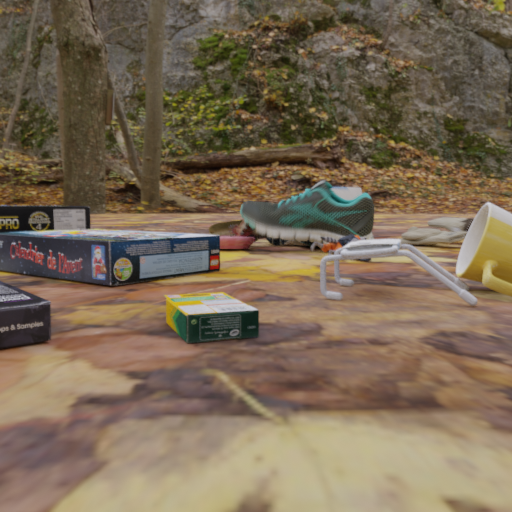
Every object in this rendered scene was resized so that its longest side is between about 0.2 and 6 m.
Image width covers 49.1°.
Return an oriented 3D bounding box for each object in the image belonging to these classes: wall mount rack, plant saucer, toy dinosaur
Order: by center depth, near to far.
[{"bbox_3d":[1.598,0.160,6.340,1.587,0.681,1.827,-2,5,17],"label":"wall mount rack"},{"bbox_3d":[-0.561,-0.282,12.279,1.064,0.270,1.064,1,1,0],"label":"plant saucer"},{"bbox_3d":[-0.267,-0.591,12.445,0.474,0.748,1.104,31,-13,16],"label":"toy dinosaur"}]

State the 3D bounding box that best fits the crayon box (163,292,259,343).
[{"bbox_3d":[-0.404,0.496,4.672,0.582,0.239,0.926,-2,6,-20],"label":"crayon box"}]

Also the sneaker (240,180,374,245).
[{"bbox_3d":[1.114,-0.972,11.613,2.881,1.314,1.118,11,20,9],"label":"sneaker"}]

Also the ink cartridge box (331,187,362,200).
[{"bbox_3d":[1.898,-1.078,14.475,1.023,0.997,1.592,-2,-9,-30],"label":"ink cartridge box"}]

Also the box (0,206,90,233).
[{"bbox_3d":[-6.936,-0.909,15.349,4.006,0.984,3.229,-4,4,-31],"label":"box"}]

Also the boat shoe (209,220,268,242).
[{"bbox_3d":[-0.254,-0.529,13.279,1.700,0.551,0.622,-2,32,3],"label":"boat shoe"}]

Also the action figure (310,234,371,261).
[{"bbox_3d":[1.642,-0.165,10.179,0.984,0.532,1.017,-12,12,-27],"label":"action figure"}]

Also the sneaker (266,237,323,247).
[{"bbox_3d":[1.164,-0.562,13.380,1.069,0.962,2.478,12,3,-36],"label":"sneaker"}]

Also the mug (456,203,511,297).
[{"bbox_3d":[2.935,0.075,6.498,0.955,1.163,0.931,21,-21,8],"label":"mug"}]

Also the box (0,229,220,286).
[{"bbox_3d":[-2.382,-0.059,8.570,3.071,0.579,2.098,4,7,37],"label":"box"}]

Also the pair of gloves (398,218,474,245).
[{"bbox_3d":[4.666,-0.566,13.670,2.208,0.387,1.877,-17,14,-32],"label":"pair of gloves"}]

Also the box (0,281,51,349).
[{"bbox_3d":[-2.673,0.463,4.482,1.411,0.356,1.974,-5,6,-39],"label":"box"}]
